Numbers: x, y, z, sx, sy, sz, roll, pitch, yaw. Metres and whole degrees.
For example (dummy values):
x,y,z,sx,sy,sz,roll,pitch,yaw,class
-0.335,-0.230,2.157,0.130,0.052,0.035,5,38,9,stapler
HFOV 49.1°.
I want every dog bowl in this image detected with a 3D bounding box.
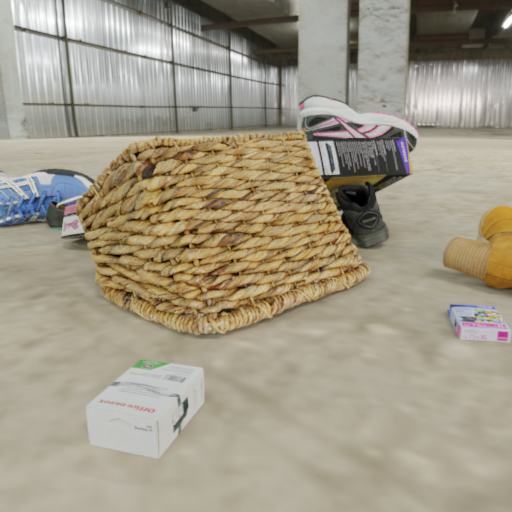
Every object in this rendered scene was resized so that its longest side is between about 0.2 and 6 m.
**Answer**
x,y,z,sx,sy,sz,roll,pitch,yaw,class
-3.017,-0.729,11.104,1.705,0.629,1.705,-6,2,0,dog bowl

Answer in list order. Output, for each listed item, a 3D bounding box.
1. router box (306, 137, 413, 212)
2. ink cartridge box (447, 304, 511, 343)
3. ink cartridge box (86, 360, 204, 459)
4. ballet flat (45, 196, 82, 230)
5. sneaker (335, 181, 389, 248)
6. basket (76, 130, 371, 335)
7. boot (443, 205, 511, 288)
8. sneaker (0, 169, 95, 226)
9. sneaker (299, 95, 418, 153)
x,y,z,sx,sy,sz,roll,pitch,yaw,class
1.384,-1.615,12.332,2.558,0.850,3.254,-7,-8,-23,router box
2.775,0.811,7.048,0.576,0.203,0.966,3,14,9,ink cartridge box
-0.935,1.295,4.870,0.679,0.385,0.926,5,16,18,ink cartridge box
-3.618,-0.994,12.600,2.170,0.742,0.738,-3,15,-13,ballet flat
2.112,-0.999,11.571,0.832,1.247,2.177,-18,12,6,sneaker
-0.571,-0.109,8.608,3.640,2.711,2.598,-16,-11,-46,basket
4.454,-0.016,8.952,2.008,0.987,2.804,19,27,37,boot
-5.313,-1.199,12.925,3.527,1.335,1.358,-2,35,0,sneaker
2.352,-2.748,13.419,3.116,1.345,1.252,9,0,-18,sneaker
